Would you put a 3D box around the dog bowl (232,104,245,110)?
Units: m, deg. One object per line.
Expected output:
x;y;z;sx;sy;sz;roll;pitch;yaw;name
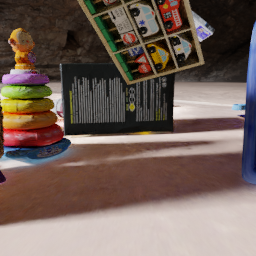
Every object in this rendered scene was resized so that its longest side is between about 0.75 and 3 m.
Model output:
4.831;-0.896;11.910;0.897;0.222;0.500;-5;13;-22;dog bowl

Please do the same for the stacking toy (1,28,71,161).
-1.869;-0.633;5.193;1.275;2.324;1.349;8;13;35;stacking toy

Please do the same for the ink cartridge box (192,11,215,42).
1.862;-2.744;7.609;0.804;0.176;0.811;35;-3;-8;ink cartridge box

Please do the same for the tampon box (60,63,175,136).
-0.368;-0.875;7.775;2.818;1.779;2.112;-2;11;-9;tampon box

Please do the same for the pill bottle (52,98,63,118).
-1.970;-0.646;9.365;0.727;0.727;1.274;-10;14;-41;pill bottle

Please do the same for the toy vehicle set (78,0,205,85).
0.225;-1.745;4.415;1.486;0.317;2.392;-13;-37;19;toy vehicle set

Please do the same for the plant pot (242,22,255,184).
3.082;-0.285;3.884;2.290;2.290;2.059;8;8;38;plant pot

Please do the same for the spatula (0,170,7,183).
-2.188;0.670;4.364;0.300;0.109;1.062;-16;18;-35;spatula

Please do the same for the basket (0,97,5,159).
-2.883;-0.544;3.293;2.071;2.902;2.162;-4;15;-8;basket

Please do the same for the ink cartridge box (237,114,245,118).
5.474;-0.456;8.703;2.944;0.639;2.916;-3;12;-9;ink cartridge box
